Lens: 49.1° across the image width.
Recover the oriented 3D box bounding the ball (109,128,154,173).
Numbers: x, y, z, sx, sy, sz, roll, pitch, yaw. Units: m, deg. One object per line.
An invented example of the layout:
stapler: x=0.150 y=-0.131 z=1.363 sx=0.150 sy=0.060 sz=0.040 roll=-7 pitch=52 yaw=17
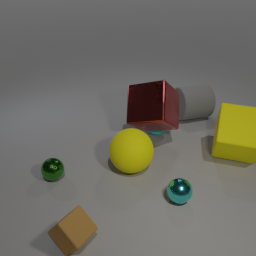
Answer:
ball: x=0.101 y=0.713 z=8.819 sx=1.400 sy=1.400 sz=1.400 roll=0 pitch=30 yaw=0

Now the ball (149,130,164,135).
ball: x=1.084 y=-0.078 z=10.901 sx=0.700 sy=0.700 sz=0.700 roll=0 pitch=30 yaw=0

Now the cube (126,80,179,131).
cube: x=0.901 y=-0.716 z=9.827 sx=1.400 sy=1.400 sz=1.400 roll=-4 pitch=-13 yaw=30

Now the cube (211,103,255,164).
cube: x=3.617 y=0.195 z=9.198 sx=1.400 sy=1.400 sz=1.400 roll=10 pitch=67 yaw=14

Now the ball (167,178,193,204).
ball: x=1.430 y=1.732 z=7.740 sx=0.700 sy=0.700 sz=0.700 roll=0 pitch=30 yaw=0

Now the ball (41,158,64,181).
ball: x=-2.315 y=1.264 z=8.606 sx=0.700 sy=0.700 sz=0.700 roll=0 pitch=30 yaw=0

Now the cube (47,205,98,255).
cube: x=-1.266 y=2.344 z=6.418 sx=0.700 sy=0.700 sz=0.700 roll=49 pitch=42 yaw=4

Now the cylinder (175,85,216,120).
cylinder: x=2.741 y=-1.095 z=11.928 sx=1.400 sy=1.400 sz=1.400 roll=-7 pitch=31 yaw=-17
